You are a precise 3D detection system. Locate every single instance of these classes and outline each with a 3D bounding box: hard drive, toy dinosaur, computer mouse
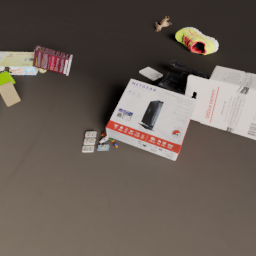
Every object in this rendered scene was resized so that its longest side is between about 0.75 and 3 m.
[{"bbox_3d":[0.903,-2.150,11.070,0.517,0.105,0.784,-30,50,-29],"label":"hard drive"},{"bbox_3d":[1.793,-5.425,14.589,0.794,0.503,1.171,-21,15,27],"label":"toy dinosaur"},{"bbox_3d":[1.981,-1.321,9.851,1.845,0.605,2.628,24,46,6],"label":"computer mouse"}]

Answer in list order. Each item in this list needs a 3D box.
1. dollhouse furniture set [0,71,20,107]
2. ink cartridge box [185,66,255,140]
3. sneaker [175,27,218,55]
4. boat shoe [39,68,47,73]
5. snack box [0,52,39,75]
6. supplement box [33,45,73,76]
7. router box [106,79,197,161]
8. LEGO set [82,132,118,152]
[{"bbox_3d":[-4.841,-0.854,9.261,2.411,1.210,1.579,-6,25,40],"label":"dollhouse furniture set"},{"bbox_3d":[3.187,-0.775,8.321,2.842,1.648,0.964,19,45,21],"label":"ink cartridge box"},{"bbox_3d":[2.913,-3.855,12.502,2.090,0.817,0.944,31,52,30],"label":"sneaker"},{"bbox_3d":[-3.302,-2.531,11.351,0.288,0.306,0.803,14,43,15],"label":"boat shoe"},{"bbox_3d":[-4.690,-2.645,11.400,2.188,0.406,1.271,1,41,2],"label":"snack box"},{"bbox_3d":[-2.912,-2.599,10.821,1.382,0.752,0.421,13,40,-13],"label":"supplement box"},{"bbox_3d":[0.683,-0.295,8.036,2.085,0.509,1.871,19,62,10],"label":"router box"},{"bbox_3d":[-0.766,0.423,8.129,1.013,0.249,0.757,-3,47,7],"label":"LEGO set"}]
